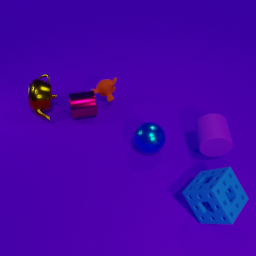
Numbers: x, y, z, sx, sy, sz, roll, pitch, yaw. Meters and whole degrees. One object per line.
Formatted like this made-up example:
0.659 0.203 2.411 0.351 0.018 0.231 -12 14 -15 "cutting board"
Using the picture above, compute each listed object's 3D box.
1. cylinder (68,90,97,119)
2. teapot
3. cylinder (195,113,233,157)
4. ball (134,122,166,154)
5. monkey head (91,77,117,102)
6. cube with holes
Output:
-1.481 -0.779 9.209 0.837 0.837 0.837 -9 43 -10 "cylinder"
-2.833 -1.013 9.329 0.892 1.132 1.821 1 67 -14 "teapot"
2.315 0.196 7.611 0.861 0.861 0.861 1 49 1 "cylinder"
0.618 0.280 7.975 0.911 0.911 0.911 0 42 0 "ball"
-0.739 -1.299 9.579 1.000 0.602 0.719 -25 53 6 "monkey head"
1.962 1.523 6.306 0.862 0.862 0.862 -35 97 -37 "cube with holes"
